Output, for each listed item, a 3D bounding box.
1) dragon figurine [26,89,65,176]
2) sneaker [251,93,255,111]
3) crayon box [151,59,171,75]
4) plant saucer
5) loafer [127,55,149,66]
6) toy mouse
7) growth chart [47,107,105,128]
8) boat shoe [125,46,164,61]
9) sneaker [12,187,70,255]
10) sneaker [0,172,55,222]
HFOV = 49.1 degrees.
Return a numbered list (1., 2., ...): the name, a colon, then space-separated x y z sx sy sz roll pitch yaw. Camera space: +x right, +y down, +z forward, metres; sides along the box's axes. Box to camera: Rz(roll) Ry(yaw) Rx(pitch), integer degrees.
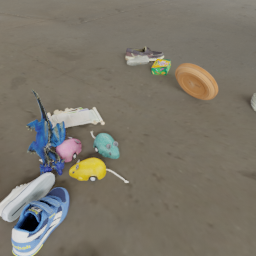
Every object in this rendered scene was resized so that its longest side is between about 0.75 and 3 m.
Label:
1. dragon figurine: -1.948 0.129 6.810 1.092 2.196 0.646 -3 -7 45
2. sneaker: 4.579 -0.637 8.862 0.736 0.515 1.481 -6 38 -20
3. crayon box: 1.404 -2.571 11.746 0.628 0.308 1.058 7 36 15
4. plant saucer: 2.207 -1.468 9.219 1.556 1.556 0.251 28 71 34
5. loafer: 0.418 -2.961 12.214 1.061 0.371 0.370 -11 78 -25
6. toy mouse: -1.042 0.504 7.195 2.240 0.434 1.991 2 35 3
7. growth chart: -1.643 -0.326 8.661 1.637 0.145 1.185 -9 35 -13
8. boat shoe: 0.783 -3.378 12.663 1.826 0.592 0.657 -5 32 -11
9. sneaker: -1.618 1.642 5.365 0.588 0.654 1.590 8 33 15
10. sneaker: -2.157 1.351 5.925 0.481 0.496 1.358 20 38 27
